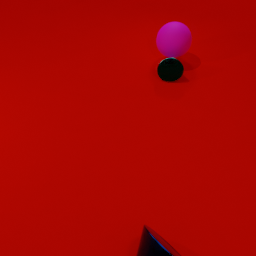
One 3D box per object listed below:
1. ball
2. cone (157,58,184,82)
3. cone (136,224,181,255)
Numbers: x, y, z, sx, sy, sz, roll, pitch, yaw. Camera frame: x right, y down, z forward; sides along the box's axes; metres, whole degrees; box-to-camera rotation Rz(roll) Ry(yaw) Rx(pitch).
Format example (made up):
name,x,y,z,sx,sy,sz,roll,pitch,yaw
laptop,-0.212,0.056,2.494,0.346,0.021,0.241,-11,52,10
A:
name,x,y,z,sx,sy,sz,roll,pitch,yaw
ball,1.655,-3.156,10.089,1.254,1.254,1.254,0,49,0
cone,1.511,-2.254,9.958,0.912,0.912,0.916,6,39,5
cone,0.390,2.871,5.553,1.291,1.291,1.296,38,82,28
